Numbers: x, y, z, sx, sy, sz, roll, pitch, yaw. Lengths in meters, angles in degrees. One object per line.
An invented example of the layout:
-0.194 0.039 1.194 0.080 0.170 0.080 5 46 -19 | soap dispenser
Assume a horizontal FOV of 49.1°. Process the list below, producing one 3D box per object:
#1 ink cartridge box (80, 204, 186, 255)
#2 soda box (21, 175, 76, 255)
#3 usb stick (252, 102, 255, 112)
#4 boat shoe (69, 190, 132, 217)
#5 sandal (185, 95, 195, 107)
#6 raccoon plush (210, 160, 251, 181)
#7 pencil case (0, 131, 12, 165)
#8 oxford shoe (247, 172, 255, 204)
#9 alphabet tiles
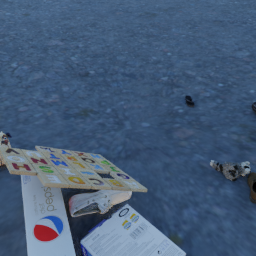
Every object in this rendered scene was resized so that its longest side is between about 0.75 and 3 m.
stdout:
-0.020 2.418 5.525 1.308 0.732 1.917 -31 48 -34 | ink cartridge box
-1.679 2.041 5.904 0.828 0.885 2.599 -12 39 -16 | soda box
5.232 -0.166 9.246 0.728 0.428 2.624 -19 41 -15 | usb stick
-0.614 1.778 6.592 1.529 0.541 0.530 -14 39 -3 | boat shoe
2.327 -1.049 10.632 0.289 0.163 0.761 -3 37 -5 | sandal
2.861 1.009 7.683 0.665 0.480 0.992 -16 39 -33 | raccoon plush
-4.411 0.628 7.678 2.280 1.020 0.887 -5 24 -5 | pencil case
3.272 1.430 7.135 0.349 0.405 0.960 6 36 11 | oxford shoe
-1.320 0.845 6.328 2.842 0.107 2.375 13 8 -35 | alphabet tiles
